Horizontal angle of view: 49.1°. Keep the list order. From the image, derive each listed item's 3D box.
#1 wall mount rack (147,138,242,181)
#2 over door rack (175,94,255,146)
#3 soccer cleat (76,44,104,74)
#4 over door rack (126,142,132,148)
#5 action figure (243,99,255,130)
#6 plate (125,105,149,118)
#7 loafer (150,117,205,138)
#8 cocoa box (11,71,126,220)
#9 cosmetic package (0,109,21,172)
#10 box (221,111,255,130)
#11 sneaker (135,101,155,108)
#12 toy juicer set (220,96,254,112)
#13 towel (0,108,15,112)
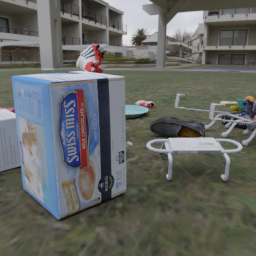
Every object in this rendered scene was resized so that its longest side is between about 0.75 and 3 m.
[{"bbox_3d":[1.488,0.599,6.689,2.124,0.792,1.845,1,19,1],"label":"wall mount rack"},{"bbox_3d":[2.910,-0.196,8.814,2.645,0.881,1.954,16,7,-27],"label":"over door rack"},{"bbox_3d":[-1.391,-2.174,9.917,0.987,0.795,2.317,-20,42,16],"label":"soccer cleat"},{"bbox_3d":[-0.428,0.206,7.171,0.503,1.116,1.510,-39,4,14],"label":"over door rack"},{"bbox_3d":[4.449,-0.215,7.607,2.512,1.314,2.430,28,45,11],"label":"action figure"},{"bbox_3d":[-0.103,-0.717,12.349,2.023,0.258,2.023,0,16,0],"label":"plate"},{"bbox_3d":[1.563,0.041,8.902,1.775,0.646,0.642,1,20,9],"label":"loafer"},{"bbox_3d":[-1.068,0.163,5.200,1.502,2.290,1.527,-13,20,-40],"label":"cocoa box"},{"bbox_3d":[-3.387,0.323,6.607,1.490,1.247,1.239,-14,21,-39],"label":"cosmetic package"},{"bbox_3d":[4.740,-0.232,10.352,1.471,0.371,2.058,-11,20,-39],"label":"box"},{"bbox_3d":[0.849,-1.177,13.905,0.955,0.319,0.512,0,12,-10],"label":"sneaker"},{"bbox_3d":[4.730,-1.003,11.514,2.363,0.643,1.503,12,3,-28],"label":"toy juicer set"},{"bbox_3d":[-6.063,-0.790,12.795,1.473,0.166,1.066,5,17,17],"label":"towel"}]
